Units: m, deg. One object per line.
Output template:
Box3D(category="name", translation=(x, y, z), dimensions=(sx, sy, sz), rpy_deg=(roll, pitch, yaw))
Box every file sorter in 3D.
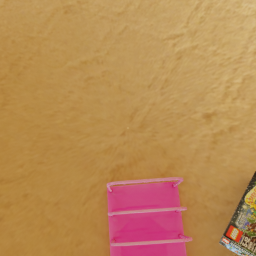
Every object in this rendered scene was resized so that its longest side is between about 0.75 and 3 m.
Box3D(category="file sorter", translation=(0.431, 2.406, 6.005), dimensions=(1.763, 1.591, 2.537), rpy_deg=(-4, 72, 0))

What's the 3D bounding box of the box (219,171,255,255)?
Box3D(category="box", translation=(3.119, 2.060, 6.199), dimensions=(1.408, 0.389, 2.062), rpy_deg=(27, 51, 25))
